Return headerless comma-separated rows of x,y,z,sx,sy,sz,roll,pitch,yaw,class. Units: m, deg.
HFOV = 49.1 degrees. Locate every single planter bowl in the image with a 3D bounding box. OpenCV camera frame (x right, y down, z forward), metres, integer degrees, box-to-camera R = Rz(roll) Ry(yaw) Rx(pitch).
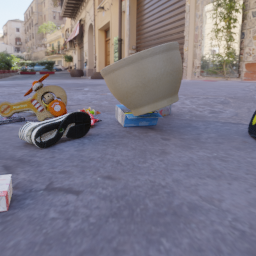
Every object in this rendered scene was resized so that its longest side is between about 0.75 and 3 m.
0.710,-1.623,10.242,2.973,2.001,2.973,-19,6,2,planter bowl

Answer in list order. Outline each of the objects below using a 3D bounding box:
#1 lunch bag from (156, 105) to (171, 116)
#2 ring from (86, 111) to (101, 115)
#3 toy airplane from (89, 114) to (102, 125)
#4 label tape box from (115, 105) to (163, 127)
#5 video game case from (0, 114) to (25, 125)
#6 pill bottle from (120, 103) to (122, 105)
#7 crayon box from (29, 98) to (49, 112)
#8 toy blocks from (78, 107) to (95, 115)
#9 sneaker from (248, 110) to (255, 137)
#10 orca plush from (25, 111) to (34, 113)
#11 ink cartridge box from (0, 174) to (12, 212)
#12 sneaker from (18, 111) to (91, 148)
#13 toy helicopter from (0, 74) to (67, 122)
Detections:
1.527,-1.314,13.749,1.216,1.434,0.912,-11,16,-43,lunch bag
-1.936,-0.807,14.557,1.036,0.099,1.036,0,14,0,ring
-1.845,-0.248,11.628,1.533,0.282,1.533,1,20,0,toy airplane
0.406,-0.458,11.667,1.459,0.673,2.037,-3,21,-16,label tape box
-5.997,-0.342,12.227,1.670,0.222,2.338,11,16,40,video game case
0.036,-1.489,16.093,0.759,0.759,1.349,-3,15,-14,pill bottle
-4.441,-1.131,14.290,1.205,0.482,1.898,21,12,-7,crayon box
-2.146,-0.734,13.720,0.877,0.318,0.731,-18,27,-29,toy blocks
4.824,0.040,9.192,1.164,0.978,2.968,18,13,5,sneaker
-5.525,-1.143,14.836,1.753,0.623,0.922,8,15,30,orca plush
-2.447,1.187,5.132,0.557,0.323,0.956,-4,15,-15,ink cartridge box
-2.494,-0.102,9.413,1.465,0.961,2.546,11,19,34,sneaker
-4.174,-1.187,12.273,2.972,1.966,1.172,-13,-3,-10,toy helicopter
